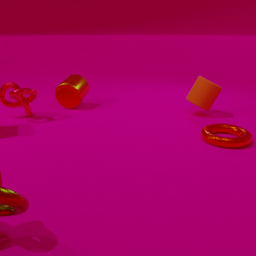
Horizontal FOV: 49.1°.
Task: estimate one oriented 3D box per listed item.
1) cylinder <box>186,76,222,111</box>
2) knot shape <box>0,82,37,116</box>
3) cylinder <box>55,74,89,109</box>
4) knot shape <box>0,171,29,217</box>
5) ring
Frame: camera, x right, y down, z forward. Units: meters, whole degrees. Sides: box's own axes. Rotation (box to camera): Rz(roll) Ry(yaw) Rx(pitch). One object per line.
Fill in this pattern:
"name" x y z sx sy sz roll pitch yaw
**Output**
"cylinder" 2.297 -1.046 8.471 0.788 0.788 0.788 26 17 -8
"knot shape" -3.218 -0.884 8.117 1.084 1.158 0.535 22 53 0
"cylinder" -1.850 -1.232 9.356 0.892 0.892 0.892 4 31 12
"knot shape" -1.757 0.873 3.462 1.070 1.143 0.528 3 16 10
"ring" 2.340 0.166 6.708 1.185 0.237 1.185 0 20 0
